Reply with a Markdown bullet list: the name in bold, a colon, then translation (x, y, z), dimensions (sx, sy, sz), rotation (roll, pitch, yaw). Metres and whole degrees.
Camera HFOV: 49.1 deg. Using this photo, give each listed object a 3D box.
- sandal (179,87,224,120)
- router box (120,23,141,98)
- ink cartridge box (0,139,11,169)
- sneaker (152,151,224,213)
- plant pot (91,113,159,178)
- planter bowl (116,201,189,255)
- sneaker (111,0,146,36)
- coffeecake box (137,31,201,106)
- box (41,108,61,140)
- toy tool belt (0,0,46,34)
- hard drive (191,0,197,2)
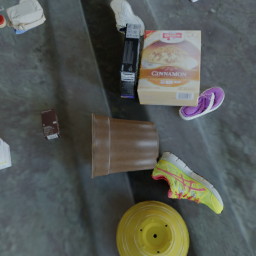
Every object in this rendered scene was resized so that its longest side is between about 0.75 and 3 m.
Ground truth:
- **sandal**: translation (2.980, -0.986, 10.981), dimensions (2.112, 0.519, 0.859), rotation (-34, 70, -12)
- **router box**: translation (0.100, -2.607, 11.032), dimensions (0.596, 1.794, 2.282), rotation (5, 66, 2)
- **ink cartridge box**: translation (-4.761, 0.898, 9.764), dimensions (0.870, 1.203, 0.874), rotation (-16, 66, -4)
- **sneaker**: translation (1.942, 2.037, 9.423), dimensions (2.695, 1.053, 1.217), rotation (38, 75, 24)
- **plant pot**: translation (-0.168, 0.607, 9.520), dimensions (2.138, 2.159, 2.159), rotation (1, 65, -8)
- **planter bowl**: translation (0.804, 3.400, 8.744), dimensions (2.378, 0.990, 2.378), rotation (0, 66, 0)
- **sneaker**: translation (-0.177, -4.936, 12.642), dimensions (1.018, 0.871, 2.338), rotation (-32, 69, -8)
- **coffeecake box**: translation (1.696, -2.429, 11.207), dimensions (2.269, 1.080, 2.955), rotation (3, 65, 10)
- **box**: translation (-2.953, -0.155, 10.682), dimensions (0.557, 0.416, 1.111), rotation (-14, 64, -6)
- **toy tool belt**: translation (-3.413, -3.415, 8.925), dimensions (1.540, 0.946, 0.961), rotation (-27, 82, -10)
- **hard drive**: translation (3.386, -6.545, 13.749), dimensions (0.889, 0.113, 0.587), rotation (-29, 69, -13)
